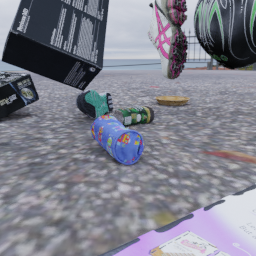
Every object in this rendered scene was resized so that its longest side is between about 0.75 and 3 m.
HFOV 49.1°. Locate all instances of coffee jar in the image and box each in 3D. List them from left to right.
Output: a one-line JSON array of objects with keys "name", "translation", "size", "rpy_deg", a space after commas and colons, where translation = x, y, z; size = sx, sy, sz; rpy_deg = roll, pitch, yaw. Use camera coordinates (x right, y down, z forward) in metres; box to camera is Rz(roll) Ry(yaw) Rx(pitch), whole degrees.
[{"name": "coffee jar", "translation": [0.205, -0.368, 8.415], "size": [1.154, 0.492, 0.602], "rpy_deg": [-8, 16, -31]}]

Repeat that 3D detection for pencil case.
[{"name": "pencil case", "translation": [-0.245, 0.194, 5.851], "size": [0.744, 0.669, 1.714], "rpy_deg": [9, 10, -23]}]

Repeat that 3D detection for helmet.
[{"name": "helmet", "translation": [3.024, -3.136, 7.801], "size": [2.461, 2.347, 2.461], "rpy_deg": [-27, 38, 23]}]

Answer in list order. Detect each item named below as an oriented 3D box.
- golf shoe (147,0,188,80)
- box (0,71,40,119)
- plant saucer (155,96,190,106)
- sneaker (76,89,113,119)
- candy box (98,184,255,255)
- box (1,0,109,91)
[{"name": "golf shoe", "translation": [1.306, -3.055, 9.548], "size": [1.325, 2.877, 1.044], "rpy_deg": [0, -1, 39]}, {"name": "box", "translation": [-4.449, -1.131, 9.505], "size": [2.233, 0.962, 1.829], "rpy_deg": [13, 37, 41]}, {"name": "plant saucer", "translation": [1.902, -1.167, 12.048], "size": [1.483, 0.263, 1.483], "rpy_deg": [0, 14, 0]}, {"name": "sneaker", "translation": [-1.361, -0.726, 9.437], "size": [1.110, 0.944, 2.537], "rpy_deg": [-8, 1, 16]}, {"name": "candy box", "translation": [1.208, 1.173, 1.627], "size": [2.294, 0.821, 1.925], "rpy_deg": [-10, 17, -33]}, {"name": "box", "translation": [-1.564, -2.518, 6.574], "size": [1.946, 2.758, 1.087], "rpy_deg": [20, -34, -28]}]
